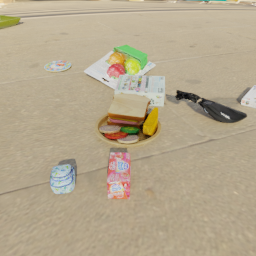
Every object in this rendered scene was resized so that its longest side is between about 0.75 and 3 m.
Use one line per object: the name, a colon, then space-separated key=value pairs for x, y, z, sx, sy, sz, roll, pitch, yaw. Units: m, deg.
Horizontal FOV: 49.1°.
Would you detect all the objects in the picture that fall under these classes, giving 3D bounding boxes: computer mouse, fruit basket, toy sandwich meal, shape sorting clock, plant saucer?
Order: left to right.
plant saucer: x=-12.185 y=-9.975 z=26.473 sx=2.995 sy=0.718 sz=3.000 roll=15 pitch=35 yaw=23
shape sorting clock: x=-4.124 y=-3.656 z=16.451 sx=1.578 sy=0.310 sz=1.578 roll=0 pitch=31 yaw=0
fruit basket: x=-0.401 y=-3.102 z=14.779 sx=2.659 sy=1.346 sz=2.871 roll=31 pitch=63 yaw=24
toy sandwich meal: x=0.023 y=-0.333 z=10.342 sx=2.778 sy=0.951 sz=2.778 roll=0 pitch=31 yaw=0
computer mouse: x=3.132 y=-0.786 z=11.071 sx=2.779 sy=0.640 sz=1.951 roll=17 pitch=8 yaw=-20

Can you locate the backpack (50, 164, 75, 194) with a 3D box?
backpack: x=-1.846 y=1.421 z=7.837 sx=0.708 sy=0.568 sz=0.774 roll=-8 pitch=36 yaw=-5

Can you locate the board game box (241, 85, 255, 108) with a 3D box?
board game box: x=6.017 y=-1.375 z=12.666 sx=1.194 sy=0.327 sz=1.892 roll=21 pitch=37 yaw=31

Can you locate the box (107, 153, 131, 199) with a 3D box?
box: x=-0.238 y=1.323 z=7.911 sx=0.622 sy=0.649 sz=1.303 roll=0 pitch=31 yaw=1

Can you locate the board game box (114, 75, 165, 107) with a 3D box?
board game box: x=0.572 y=-1.739 z=12.751 sx=2.178 sy=0.700 sz=1.607 roll=4 pitch=37 yaw=5
